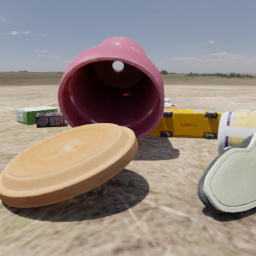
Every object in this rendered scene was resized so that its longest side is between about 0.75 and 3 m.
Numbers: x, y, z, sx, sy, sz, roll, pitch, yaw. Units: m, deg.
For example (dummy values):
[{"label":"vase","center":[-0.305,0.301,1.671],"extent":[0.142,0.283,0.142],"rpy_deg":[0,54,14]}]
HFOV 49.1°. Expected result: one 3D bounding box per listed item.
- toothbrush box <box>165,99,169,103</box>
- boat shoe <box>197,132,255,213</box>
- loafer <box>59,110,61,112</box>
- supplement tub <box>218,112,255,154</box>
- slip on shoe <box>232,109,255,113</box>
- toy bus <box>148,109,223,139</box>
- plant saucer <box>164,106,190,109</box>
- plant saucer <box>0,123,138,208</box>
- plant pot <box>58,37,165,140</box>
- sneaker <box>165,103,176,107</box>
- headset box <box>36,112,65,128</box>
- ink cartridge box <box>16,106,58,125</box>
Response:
[{"label":"toothbrush box","center":[2.228,-1.626,18.428],"extent":[0.952,0.555,1.301],"rpy_deg":[3,10,12]},{"label":"boat shoe","center":[2.176,0.887,5.536],"extent":[2.977,1.069,1.007],"rpy_deg":[-22,-13,-46]},{"label":"loafer","center":[-2.618,-0.791,14.151],"extent":[1.732,0.606,0.605],"rpy_deg":[-1,4,-8]},{"label":"supplement tub","center":[3.293,0.249,7.210],"extent":[1.750,1.272,1.272],"rpy_deg":[6,13,25]},{"label":"slip on shoe","center":[4.879,-0.221,10.866],"extent":[2.798,1.064,0.848],"rpy_deg":[0,47,-42]},{"label":"toy bus","center":[2.000,-0.191,10.331],"extent":[2.877,0.936,1.126],"rpy_deg":[2,10,10]},{"label":"plant saucer","center":[1.743,-0.655,13.660],"extent":[2.839,0.531,2.839],"rpy_deg":[0,12,0]},{"label":"plant saucer","center":[-1.212,0.537,5.599],"extent":[2.831,0.457,2.831],"rpy_deg":[-16,17,5]},{"label":"plant pot","center":[-0.372,-1.437,8.724],"extent":[2.998,2.998,2.684],"rpy_deg":[1,40,6]},{"label":"sneaker","center":[2.183,-1.218,16.359],"extent":[1.536,0.588,0.620],"rpy_deg":[-12,18,-41]},{"label":"headset box","center":[-3.306,-0.369,12.256],"extent":[1.332,0.514,0.991],"rpy_deg":[-4,12,-12]},{"label":"ink cartridge box","center":[-4.067,-0.657,13.369],"extent":[1.116,0.638,2.150],"rpy_deg":[11,16,44]}]
